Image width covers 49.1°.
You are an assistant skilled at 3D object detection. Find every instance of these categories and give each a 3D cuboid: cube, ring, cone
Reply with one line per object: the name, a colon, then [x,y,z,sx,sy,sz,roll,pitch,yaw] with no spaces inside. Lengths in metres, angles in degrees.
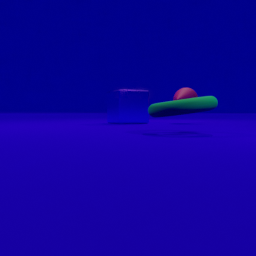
cube: [-0.016,-0.808,10.888,1.253,1.253,1.253,-2,4,-25]
ring: [1.117,-0.435,5.790,1.415,0.283,1.415,-8,3,0]
cone: [2.059,-1.071,10.779,1.039,1.039,1.043,2,3,29]
